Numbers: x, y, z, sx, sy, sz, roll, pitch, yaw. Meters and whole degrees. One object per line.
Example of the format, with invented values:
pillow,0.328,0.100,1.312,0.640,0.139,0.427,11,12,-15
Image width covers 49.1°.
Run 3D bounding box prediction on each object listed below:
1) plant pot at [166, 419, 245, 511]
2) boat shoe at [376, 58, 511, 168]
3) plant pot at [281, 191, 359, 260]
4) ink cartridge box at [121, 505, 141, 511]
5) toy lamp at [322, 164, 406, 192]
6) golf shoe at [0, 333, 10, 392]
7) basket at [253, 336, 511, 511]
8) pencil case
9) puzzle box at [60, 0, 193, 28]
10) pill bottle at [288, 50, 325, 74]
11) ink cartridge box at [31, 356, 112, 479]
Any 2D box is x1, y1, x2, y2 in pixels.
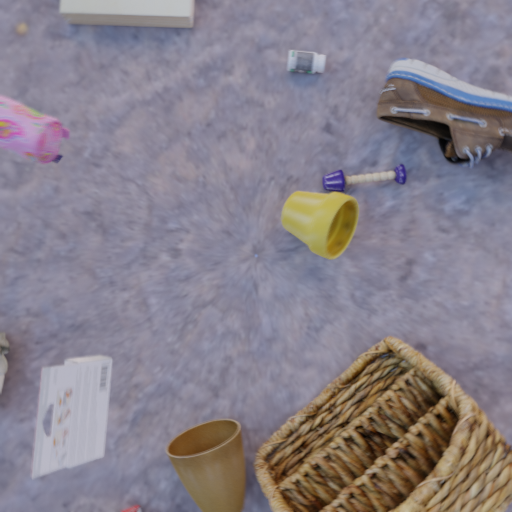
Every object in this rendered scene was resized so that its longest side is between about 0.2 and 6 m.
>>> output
plant pot,-0.599,3.132,8.017,1.096,1.096,1.176,-16,95,-2
boat shoe,3.221,-1.918,8.528,2.919,1.054,1.056,26,90,12
plant pot,0.900,-0.539,8.294,0.895,0.952,0.952,24,84,30
ink cartridge box,-2.275,4.157,7.897,1.318,0.967,0.546,-20,86,-1
toy lamp,1.669,-1.206,8.730,1.261,0.367,0.367,-6,85,-3
golf shoe,-5.131,1.747,8.107,2.885,1.129,1.402,4,90,1
basket,1.646,2.803,7.454,2.948,2.104,2.196,-39,87,-4
pencil case,-2.876,-1.540,6.496,1.323,0.579,0.579,24,85,7
puzzle box,-1.995,-5.286,9.082,2.083,0.398,3.132,2,84,1
pill bottle,0.797,-3.081,8.913,0.569,0.322,0.322,6,85,2
ink cartridge box,-2.271,1.901,6.774,0.278,1.110,1.279,4,88,31
